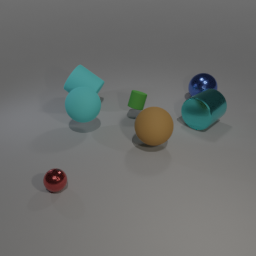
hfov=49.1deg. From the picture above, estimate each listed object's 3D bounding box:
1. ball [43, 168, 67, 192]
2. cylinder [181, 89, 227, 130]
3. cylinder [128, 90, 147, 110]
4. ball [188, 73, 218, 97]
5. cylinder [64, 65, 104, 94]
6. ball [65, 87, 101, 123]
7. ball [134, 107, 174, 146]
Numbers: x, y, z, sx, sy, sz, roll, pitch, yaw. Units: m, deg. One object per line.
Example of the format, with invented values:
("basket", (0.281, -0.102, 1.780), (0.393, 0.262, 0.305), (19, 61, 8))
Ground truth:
("ball", (-2.174, 1.557, 8.384), (0.700, 0.700, 0.700), (0, 30, 0))
("cylinder", (3.185, -0.798, 11.739), (1.400, 1.400, 1.400), (25, 38, 36))
("cylinder", (0.406, -1.201, 12.048), (0.700, 0.700, 0.700), (15, 15, -4))
("ball", (3.684, -2.001, 13.799), (1.400, 1.400, 1.400), (0, 30, 0))
("cylinder", (-2.058, -2.007, 13.182), (1.400, 1.400, 1.400), (35, 33, -5))
("ball", (-1.761, -0.911, 10.980), (1.400, 1.400, 1.400), (0, 30, 0))
("ball", (0.933, -0.069, 10.070), (1.400, 1.400, 1.400), (0, 30, 0))
